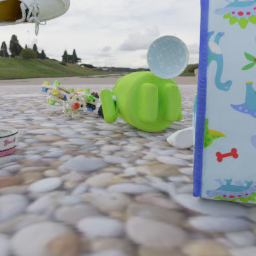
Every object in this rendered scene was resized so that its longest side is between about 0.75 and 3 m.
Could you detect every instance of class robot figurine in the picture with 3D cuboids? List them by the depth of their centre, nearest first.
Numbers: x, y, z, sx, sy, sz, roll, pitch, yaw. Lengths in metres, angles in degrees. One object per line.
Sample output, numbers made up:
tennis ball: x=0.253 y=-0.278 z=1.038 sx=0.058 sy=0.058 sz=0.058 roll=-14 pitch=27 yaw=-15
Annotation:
robot figurine: x=0.468 y=-0.831 z=8.304 sx=2.501 sy=1.649 sz=2.851 roll=-5 pitch=12 yaw=-19

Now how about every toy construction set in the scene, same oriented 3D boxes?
toy construction set: x=-2.280 y=-1.199 z=11.235 sx=1.817 sy=1.277 sz=2.772 roll=22 pitch=4 yaw=-37

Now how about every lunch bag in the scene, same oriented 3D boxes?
lunch bag: x=1.978 y=-0.446 z=3.577 sx=2.228 sy=2.620 sz=1.670 roll=2 pitch=11 yaw=13

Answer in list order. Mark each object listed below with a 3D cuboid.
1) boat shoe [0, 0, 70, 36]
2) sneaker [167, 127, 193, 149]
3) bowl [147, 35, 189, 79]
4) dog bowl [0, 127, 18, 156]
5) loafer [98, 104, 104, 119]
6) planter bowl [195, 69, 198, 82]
boat shoe: x=-2.725 y=-3.068 z=7.300 sx=3.013 sy=1.113 sz=1.284 roll=-17 pitch=53 yaw=-35
sneaker: x=1.554 y=0.154 z=6.291 sx=1.426 sy=0.537 sz=0.631 roll=-5 pitch=0 yaw=-18
bowl: x=1.001 y=-1.694 z=6.728 sx=1.003 sy=1.003 sz=0.540 roll=4 pitch=13 yaw=21
dog bowl: x=-2.802 y=0.292 z=5.620 sx=1.157 sy=0.426 sz=1.157 roll=-1 pitch=11 yaw=0
loafer: x=-0.862 y=-0.681 z=10.558 sx=0.488 sy=0.505 sz=1.439 roll=-2 pitch=11 yaw=-13
planter bowl: x=4.471 y=-1.837 z=12.735 sx=2.735 sy=1.841 sz=2.735 roll=-4 pitch=4 yaw=0
